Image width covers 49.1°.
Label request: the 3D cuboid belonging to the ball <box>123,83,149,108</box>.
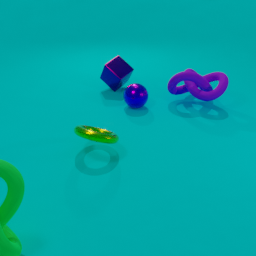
[{"bbox_3d":[0.259,-1.050,9.134,0.818,0.818,0.818,0,31,0],"label":"ball"}]

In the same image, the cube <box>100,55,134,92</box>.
[{"bbox_3d":[-0.416,-1.998,10.292,0.798,0.798,0.798,43,57,6],"label":"cube"}]

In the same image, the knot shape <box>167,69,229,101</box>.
[{"bbox_3d":[2.181,-1.465,9.294,1.784,0.881,1.906,-1,17,-14],"label":"knot shape"}]

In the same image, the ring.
[{"bbox_3d":[-0.771,0.151,6.881,1.126,0.225,1.126,14,5,-1],"label":"ring"}]

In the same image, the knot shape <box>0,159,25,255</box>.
[{"bbox_3d":[-2.198,1.423,4.490,1.562,1.669,0.771,49,28,21],"label":"knot shape"}]
